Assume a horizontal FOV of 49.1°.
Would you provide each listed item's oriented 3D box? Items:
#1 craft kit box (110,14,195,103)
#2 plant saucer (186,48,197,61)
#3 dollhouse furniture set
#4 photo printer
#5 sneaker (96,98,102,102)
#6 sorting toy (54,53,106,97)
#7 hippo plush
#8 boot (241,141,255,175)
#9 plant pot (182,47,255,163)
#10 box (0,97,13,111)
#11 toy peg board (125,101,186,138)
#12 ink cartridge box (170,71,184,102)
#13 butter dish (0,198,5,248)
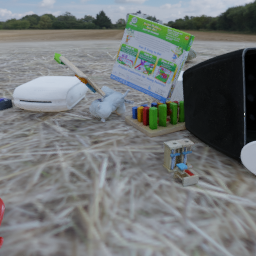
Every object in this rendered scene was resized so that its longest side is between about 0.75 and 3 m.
[{"bbox_3d":[0.757,-2.429,9.758,2.385,2.355,0.579,28,24,20],"label":"craft kit box"},{"bbox_3d":[4.349,-6.212,23.633,2.818,0.707,2.818,18,-4,1],"label":"plant saucer"},{"bbox_3d":[1.405,0.804,6.841,0.708,0.713,1.011,-8,22,-20],"label":"dollhouse furniture set"},{"bbox_3d":[-3.336,-1.528,12.256,2.472,1.032,2.971,3,21,8],"label":"photo printer"},{"bbox_3d":[-0.878,-0.961,11.691,1.202,0.447,0.526,1,27,1],"label":"sneaker"},{"bbox_3d":[-1.849,-1.966,10.115,2.143,0.315,1.584,42,2,30],"label":"sorting toy"},{"bbox_3d":[-0.715,-0.735,10.622,1.566,1.248,1.259,17,53,37],"label":"hippo plush"},{"bbox_3d":[4.231,0.837,6.724,2.784,1.013,1.257,10,7,26],"label":"boot"},{"bbox_3d":[3.328,-0.888,8.646,2.927,2.934,2.603,-14,14,-31],"label":"plant pot"},{"bbox_3d":[-5.506,-0.985,11.820,0.682,0.381,0.966,18,27,32],"label":"box"},{"bbox_3d":[1.089,-0.569,9.973,1.830,0.895,1.823,-13,26,-26],"label":"toy peg board"},{"bbox_3d":[3.136,-1.846,12.781,2.907,1.245,2.146,0,22,5],"label":"ink cartridge box"},{"bbox_3d":[-2.485,1.646,4.434,1.435,1.064,1.439,-43,22,13],"label":"butter dish"}]
